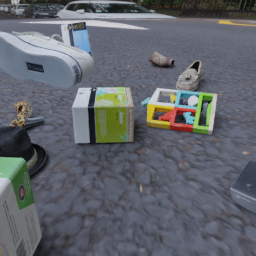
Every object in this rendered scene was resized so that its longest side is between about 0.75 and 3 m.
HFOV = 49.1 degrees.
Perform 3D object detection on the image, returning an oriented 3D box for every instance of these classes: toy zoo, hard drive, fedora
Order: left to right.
[{"bbox_3d":[-2.974,0.541,6.680,2.004,0.915,2.004,0,27,0],"label":"fedora"},{"bbox_3d":[1.581,-0.607,9.042,2.364,0.242,1.551,8,53,16],"label":"toy zoo"},{"bbox_3d":[3.254,1.401,5.451,2.162,0.457,1.458,18,32,33],"label":"hard drive"}]

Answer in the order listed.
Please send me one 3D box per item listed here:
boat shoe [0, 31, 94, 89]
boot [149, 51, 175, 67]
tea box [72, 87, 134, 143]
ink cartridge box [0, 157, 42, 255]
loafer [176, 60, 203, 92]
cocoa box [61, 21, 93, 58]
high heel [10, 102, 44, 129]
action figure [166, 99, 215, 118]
[{"bbox_3d":[-1.803,-1.599,5.950,2.571,0.950,1.096,17,39,26],"label":"boat shoe"},{"bbox_3d":[2.016,-3.941,16.238,1.370,0.658,1.874,14,30,13],"label":"boot"},{"bbox_3d":[-0.703,-0.433,8.382,1.687,1.146,1.715,-1,26,-4],"label":"tea box"},{"bbox_3d":[-2.058,1.660,3.554,0.957,1.650,2.279,2,27,5],"label":"ink cartridge box"},{"bbox_3d":[2.828,-2.398,12.706,0.980,0.857,2.727,11,28,21],"label":"loafer"},{"bbox_3d":[-1.824,-2.989,10.222,0.923,0.938,1.406,-10,68,-3],"label":"cocoa box"},{"bbox_3d":[-3.594,-0.437,9.030,1.549,0.553,1.104,30,32,32],"label":"high heel"},{"bbox_3d":[2.056,-0.725,9.648,1.807,0.627,1.176,2,32,21],"label":"action figure"}]
